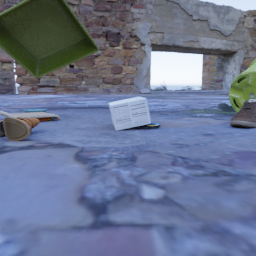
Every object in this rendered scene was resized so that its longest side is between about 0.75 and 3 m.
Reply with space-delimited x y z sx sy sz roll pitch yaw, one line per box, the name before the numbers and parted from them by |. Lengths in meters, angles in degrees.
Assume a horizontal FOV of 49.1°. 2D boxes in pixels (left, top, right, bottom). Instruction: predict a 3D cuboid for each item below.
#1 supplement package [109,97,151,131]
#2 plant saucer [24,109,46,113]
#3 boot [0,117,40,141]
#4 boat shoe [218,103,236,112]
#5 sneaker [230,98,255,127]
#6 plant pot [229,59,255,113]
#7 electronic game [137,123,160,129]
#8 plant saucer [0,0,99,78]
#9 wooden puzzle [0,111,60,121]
supplement package | 0.021 -0.489 8.838 1.095 0.779 1.406 -12 10 -5
plant saucer | -4.655 -0.844 14.049 1.103 0.151 1.103 0 8 0
boot | -2.724 -0.058 7.250 1.526 0.562 1.181 5 9 30
boat shoe | 5.323 -1.067 14.729 1.177 0.434 0.377 9 6 29
sneaker | 4.034 -0.560 9.456 0.848 0.910 2.409 6 10 34
plant pot | 5.694 -1.601 11.629 2.680 2.915 2.915 -23 21 -39
electronic game | 0.637 -0.094 8.858 0.778 0.162 0.778 -1 9 0
plant saucer | -3.005 -3.386 10.013 2.981 0.715 2.985 -19 -32 15
wooden puzzle | -3.768 -0.422 10.723 1.866 0.347 1.726 0 7 -35
